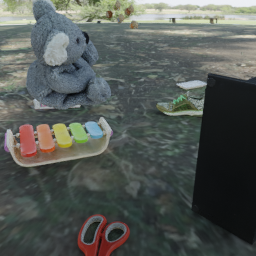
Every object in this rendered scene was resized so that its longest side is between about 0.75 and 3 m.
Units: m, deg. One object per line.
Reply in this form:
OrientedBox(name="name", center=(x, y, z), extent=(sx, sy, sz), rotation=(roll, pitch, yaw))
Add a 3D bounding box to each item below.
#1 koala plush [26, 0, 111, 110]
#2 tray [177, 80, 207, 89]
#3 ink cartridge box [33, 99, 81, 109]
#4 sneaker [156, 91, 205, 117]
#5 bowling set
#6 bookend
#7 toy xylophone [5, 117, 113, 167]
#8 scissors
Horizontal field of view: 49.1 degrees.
OrientedBox(name="koala plush", center=(-1.267, -1.334, 5.158), extent=(1.607, 1.749, 1.551), rotation=(-16, 62, -9))
OrientedBox(name="tray", center=(2.680, -1.789, 11.709), extent=(1.186, 0.131, 0.637), rotation=(-13, 27, -26))
OrientedBox(name="ink cartridge box", center=(-2.206, -0.999, 9.747), extent=(1.955, 0.363, 0.926), rotation=(-5, 25, -5))
OrientedBox(name="sneaker", center=(1.746, -0.828, 8.874), extent=(1.713, 0.759, 0.659), rotation=(2, 25, 5))
OrientedBox(name="bowling set", center=(-0.252, -4.148, 10.092), extent=(0.991, 1.424, 0.764), rotation=(-24, 15, -11))
OrientedBox(name="bookend", center=(2.315, 0.161, 4.762), extent=(2.419, 2.435, 1.121), rotation=(-23, 33, -39))
OrientedBox(name="toy xylophone", center=(-1.689, 0.221, 6.779), extent=(2.449, 0.615, 1.793), rotation=(-12, 27, -25))
OrientedBox(name="scissors", center=(-0.513, 1.923, 3.728), extent=(0.757, 0.144, 2.069), rotation=(7, 27, 10))
